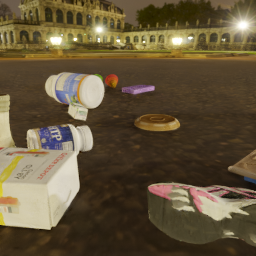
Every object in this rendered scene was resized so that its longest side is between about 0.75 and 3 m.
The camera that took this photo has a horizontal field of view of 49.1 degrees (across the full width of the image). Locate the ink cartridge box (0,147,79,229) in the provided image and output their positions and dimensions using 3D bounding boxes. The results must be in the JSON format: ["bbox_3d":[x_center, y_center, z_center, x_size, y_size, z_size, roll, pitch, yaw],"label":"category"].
[{"bbox_3d":[-2.015,0.961,4.978,1.961,0.818,1.424,2,17,8],"label":"ink cartridge box"}]

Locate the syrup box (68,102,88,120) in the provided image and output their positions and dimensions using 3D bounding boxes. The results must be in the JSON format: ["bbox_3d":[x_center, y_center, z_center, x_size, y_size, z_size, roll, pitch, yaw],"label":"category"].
[{"bbox_3d":[-1.896,-0.639,10.543,0.431,0.445,1.094,8,11,-27],"label":"syrup box"}]

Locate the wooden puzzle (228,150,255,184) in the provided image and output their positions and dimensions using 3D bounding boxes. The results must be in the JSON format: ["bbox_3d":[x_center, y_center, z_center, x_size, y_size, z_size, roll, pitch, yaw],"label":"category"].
[{"bbox_3d":[3.161,0.969,5.763,1.623,0.406,1.752,17,19,41],"label":"wooden puzzle"}]

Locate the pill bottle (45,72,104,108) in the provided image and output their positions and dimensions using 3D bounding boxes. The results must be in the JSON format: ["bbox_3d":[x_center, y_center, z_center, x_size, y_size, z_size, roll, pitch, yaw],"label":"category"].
[{"bbox_3d":[-2.480,-1.744,12.624,2.588,1.450,1.450,12,21,35],"label":"pill bottle"}]

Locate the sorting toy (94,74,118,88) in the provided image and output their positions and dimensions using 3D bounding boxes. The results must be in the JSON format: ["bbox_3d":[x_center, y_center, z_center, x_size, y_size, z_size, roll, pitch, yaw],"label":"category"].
[{"bbox_3d":[-1.771,-2.765,17.453,2.534,0.879,0.873,-3,41,-17],"label":"sorting toy"}]

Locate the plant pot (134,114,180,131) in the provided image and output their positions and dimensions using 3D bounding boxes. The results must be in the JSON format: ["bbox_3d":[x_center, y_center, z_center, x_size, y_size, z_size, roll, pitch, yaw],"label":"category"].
[{"bbox_3d":[1.024,-0.238,9.872,1.610,0.221,1.610,0,17,0],"label":"plant pot"}]

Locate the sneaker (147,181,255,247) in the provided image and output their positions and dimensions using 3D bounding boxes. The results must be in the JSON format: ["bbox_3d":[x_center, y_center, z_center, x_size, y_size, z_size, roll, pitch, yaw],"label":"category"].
[{"bbox_3d":[1.325,1.266,4.367,2.126,0.854,0.918,11,8,8],"label":"sneaker"}]

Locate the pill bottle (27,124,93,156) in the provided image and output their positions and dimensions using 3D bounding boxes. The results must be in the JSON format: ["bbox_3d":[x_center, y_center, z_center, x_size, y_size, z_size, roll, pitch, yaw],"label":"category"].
[{"bbox_3d":[-1.656,0.354,6.889,1.437,0.860,0.860,-10,20,-30],"label":"pill bottle"}]

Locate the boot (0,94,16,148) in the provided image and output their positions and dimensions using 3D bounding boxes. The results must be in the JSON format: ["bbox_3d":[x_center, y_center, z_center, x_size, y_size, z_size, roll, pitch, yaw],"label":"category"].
[{"bbox_3d":[-3.719,0.037,6.295,2.330,1.802,0.840,0,17,1],"label":"boot"}]

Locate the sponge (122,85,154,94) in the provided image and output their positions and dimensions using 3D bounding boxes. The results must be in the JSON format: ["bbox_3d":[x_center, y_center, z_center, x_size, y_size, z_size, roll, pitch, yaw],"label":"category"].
[{"bbox_3d":[0.608,-2.272,16.321,1.785,0.266,0.996,-16,23,-42],"label":"sponge"}]
